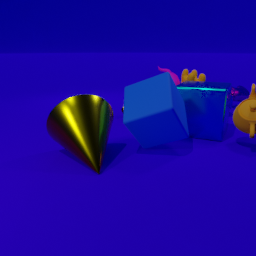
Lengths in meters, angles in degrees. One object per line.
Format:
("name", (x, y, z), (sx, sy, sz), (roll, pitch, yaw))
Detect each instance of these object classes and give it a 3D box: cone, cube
("cone", (-0.827, 0.376, 5.968), (1.573, 1.573, 1.579), (-7, 44, -21))
("cube", (0.655, -0.381, 6.551), (1.143, 1.143, 1.143), (-17, 48, 22))
("cube", (2.105, -0.551, 7.959), (1.383, 1.383, 1.383), (7, 18, 24))

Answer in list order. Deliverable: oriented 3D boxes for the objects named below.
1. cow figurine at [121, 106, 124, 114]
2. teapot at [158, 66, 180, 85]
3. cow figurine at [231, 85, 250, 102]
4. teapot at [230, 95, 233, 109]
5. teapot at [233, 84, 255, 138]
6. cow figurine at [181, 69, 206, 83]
("cow figurine", (0.301, -0.650, 9.362), (1.087, 0.597, 1.070), (-24, 29, 16))
("teapot", (1.497, -1.622, 10.557), (0.791, 1.615, 1.004), (-16, 25, -3))
("cow figurine", (4.615, -1.226, 11.035), (1.225, 0.672, 1.205), (-4, 33, -29))
("teapot", (3.265, -0.835, 10.006), (0.973, 0.766, 1.565), (-11, 4, 14))
("teapot", (3.005, -0.375, 6.748), (0.906, 0.714, 1.458), (2, 58, 23))
("cow figurine", (2.291, -1.279, 10.026), (0.802, 1.438, 1.461), (2, 22, -11))
